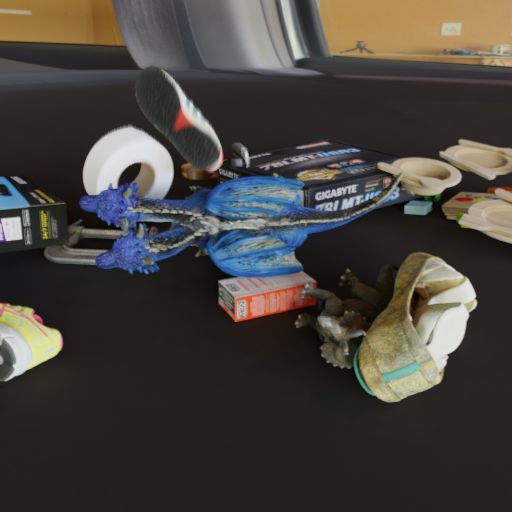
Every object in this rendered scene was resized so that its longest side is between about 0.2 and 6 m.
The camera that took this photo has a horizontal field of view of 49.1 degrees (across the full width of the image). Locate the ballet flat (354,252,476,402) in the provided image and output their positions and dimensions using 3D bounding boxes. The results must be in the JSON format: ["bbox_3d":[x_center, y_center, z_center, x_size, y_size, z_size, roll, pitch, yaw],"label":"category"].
[{"bbox_3d":[1.841,0.580,5.887,0.923,0.923,2.613,12,28,26],"label":"ballet flat"}]

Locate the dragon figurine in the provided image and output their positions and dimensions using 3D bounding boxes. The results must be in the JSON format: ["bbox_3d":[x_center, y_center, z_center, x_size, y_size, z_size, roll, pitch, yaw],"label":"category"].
[{"bbox_3d":[-0.025,-0.429,7.375,4.258,1.253,2.117,-1,10,1],"label":"dragon figurine"}]

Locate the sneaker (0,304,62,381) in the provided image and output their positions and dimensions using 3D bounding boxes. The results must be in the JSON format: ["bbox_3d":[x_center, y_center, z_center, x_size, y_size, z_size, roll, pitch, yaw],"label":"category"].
[{"bbox_3d":[-2.726,0.786,5.960,1.725,0.674,0.779,23,21,34],"label":"sneaker"}]

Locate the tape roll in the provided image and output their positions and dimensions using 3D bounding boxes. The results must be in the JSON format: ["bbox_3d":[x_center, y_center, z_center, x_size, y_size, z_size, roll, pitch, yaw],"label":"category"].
[{"bbox_3d":[-2.087,-1.343,9.227,1.432,1.432,0.501,-18,43,-37],"label":"tape roll"}]

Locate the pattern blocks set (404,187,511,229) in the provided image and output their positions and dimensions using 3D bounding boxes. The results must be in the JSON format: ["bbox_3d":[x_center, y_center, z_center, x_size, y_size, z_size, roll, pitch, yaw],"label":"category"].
[{"bbox_3d":[4.342,-0.868,10.182,2.888,0.234,2.538,14,26,42],"label":"pattern blocks set"}]

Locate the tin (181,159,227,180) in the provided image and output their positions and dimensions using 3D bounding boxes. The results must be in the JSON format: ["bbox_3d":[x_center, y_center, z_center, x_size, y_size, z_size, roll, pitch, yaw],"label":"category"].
[{"bbox_3d":[-1.093,-2.029,13.121,1.395,0.292,0.781,-14,31,-31],"label":"tin"}]

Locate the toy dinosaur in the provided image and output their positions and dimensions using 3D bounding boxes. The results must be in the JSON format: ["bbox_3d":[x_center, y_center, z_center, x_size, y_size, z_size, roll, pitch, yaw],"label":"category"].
[{"bbox_3d":[1.131,0.668,6.238,1.053,0.792,2.059,34,31,33],"label":"toy dinosaur"}]

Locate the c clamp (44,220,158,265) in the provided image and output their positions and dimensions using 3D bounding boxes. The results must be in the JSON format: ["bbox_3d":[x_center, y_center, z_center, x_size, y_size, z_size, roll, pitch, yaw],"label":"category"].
[{"bbox_3d":[-2.375,-0.271,8.848,2.043,0.277,1.745,5,23,14],"label":"c clamp"}]

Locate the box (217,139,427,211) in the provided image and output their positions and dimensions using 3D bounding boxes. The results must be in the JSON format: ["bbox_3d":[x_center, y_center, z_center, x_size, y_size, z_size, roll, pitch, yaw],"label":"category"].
[{"bbox_3d":[1.271,-1.587,11.267,3.097,0.770,3.074,-16,27,-29],"label":"box"}]

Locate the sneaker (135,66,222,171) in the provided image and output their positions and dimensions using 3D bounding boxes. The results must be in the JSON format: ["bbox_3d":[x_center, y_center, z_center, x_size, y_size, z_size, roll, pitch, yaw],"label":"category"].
[{"bbox_3d":[-1.235,-2.175,9.213,0.695,1.975,0.924,-39,-4,5],"label":"sneaker"}]

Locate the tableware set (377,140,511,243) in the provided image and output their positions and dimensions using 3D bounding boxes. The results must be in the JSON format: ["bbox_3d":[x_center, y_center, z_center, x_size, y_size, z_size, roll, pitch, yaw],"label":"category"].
[{"bbox_3d":[4.251,-1.328,9.918,3.755,0.436,3.137,-26,41,-36],"label":"tableware set"}]

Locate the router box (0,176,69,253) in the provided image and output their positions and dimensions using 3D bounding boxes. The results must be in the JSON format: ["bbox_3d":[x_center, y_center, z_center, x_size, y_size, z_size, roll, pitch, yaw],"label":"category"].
[{"bbox_3d":[-4.437,-0.678,8.850,2.137,0.732,2.866,-10,20,-33],"label":"router box"}]

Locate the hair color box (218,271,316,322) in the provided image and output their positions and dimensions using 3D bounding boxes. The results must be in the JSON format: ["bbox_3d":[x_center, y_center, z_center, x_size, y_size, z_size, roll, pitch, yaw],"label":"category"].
[{"bbox_3d":[0.137,0.458,6.990,1.109,0.340,0.563,-9,23,-23],"label":"hair color box"}]

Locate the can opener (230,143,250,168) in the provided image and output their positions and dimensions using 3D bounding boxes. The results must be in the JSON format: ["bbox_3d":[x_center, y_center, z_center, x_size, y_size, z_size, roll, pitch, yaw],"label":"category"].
[{"bbox_3d":[-0.383,-2.011,11.180,0.415,0.331,1.242,-10,22,-10],"label":"can opener"}]
